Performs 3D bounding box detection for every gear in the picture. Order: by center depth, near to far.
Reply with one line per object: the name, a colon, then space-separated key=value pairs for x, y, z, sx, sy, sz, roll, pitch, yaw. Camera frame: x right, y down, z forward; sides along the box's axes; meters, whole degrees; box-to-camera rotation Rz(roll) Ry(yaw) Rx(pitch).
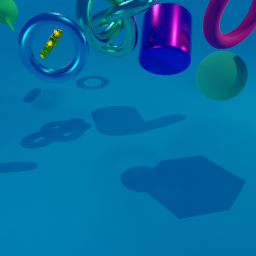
gear: x=-2.557 y=-2.873 z=9.459 sx=0.222 sy=1.198 sz=1.198 roll=35 pitch=28 yaw=-17

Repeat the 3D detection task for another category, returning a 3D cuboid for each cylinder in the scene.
cylinder: x=1.029 y=-2.371 z=7.625 sx=1.387 sy=1.387 sz=1.387 roll=4 pitch=71 yaw=6

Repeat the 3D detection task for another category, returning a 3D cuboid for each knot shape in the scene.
knot shape: x=-0.431 y=-2.536 z=6.554 sx=1.958 sy=2.092 sz=0.967 roll=-6 pitch=60 yaw=-50

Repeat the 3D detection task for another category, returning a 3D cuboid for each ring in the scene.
ring: x=-1.415 y=-1.501 z=5.361 sx=1.322 sy=1.322 sz=0.264 roll=-5 pitch=30 yaw=-8
ring: x=2.699 y=-2.900 z=6.984 sx=1.961 sy=1.961 sz=0.392 roll=-17 pitch=48 yaw=-25

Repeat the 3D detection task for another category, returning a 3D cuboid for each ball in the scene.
ball: x=1.735 y=-0.964 z=5.231 sx=0.921 sy=0.921 sz=0.921 roll=0 pitch=32 yaw=0

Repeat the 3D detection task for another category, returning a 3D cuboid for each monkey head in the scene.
monkey head: x=-3.983 y=-3.777 z=8.899 sx=0.817 sy=1.356 sz=0.976 roll=0 pitch=5 yaw=0
